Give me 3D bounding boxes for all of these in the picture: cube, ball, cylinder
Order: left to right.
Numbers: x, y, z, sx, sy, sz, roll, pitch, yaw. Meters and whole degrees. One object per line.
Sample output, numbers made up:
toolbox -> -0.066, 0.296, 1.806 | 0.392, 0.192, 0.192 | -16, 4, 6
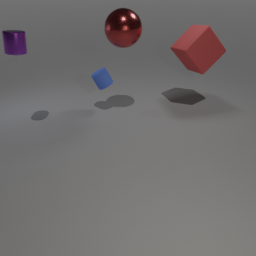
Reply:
cylinder -> -3.683, -2.787, 9.122 | 0.700, 0.700, 0.700 | 3, 25, -1
cylinder -> -1.088, -2.084, 11.842 | 0.700, 0.700, 0.700 | -26, 24, 12
ball -> -0.176, -3.693, 10.383 | 1.400, 1.400, 1.400 | 0, 28, 0
cube -> 2.955, -3.350, 11.910 | 1.400, 1.400, 1.400 | -46, 27, 3
